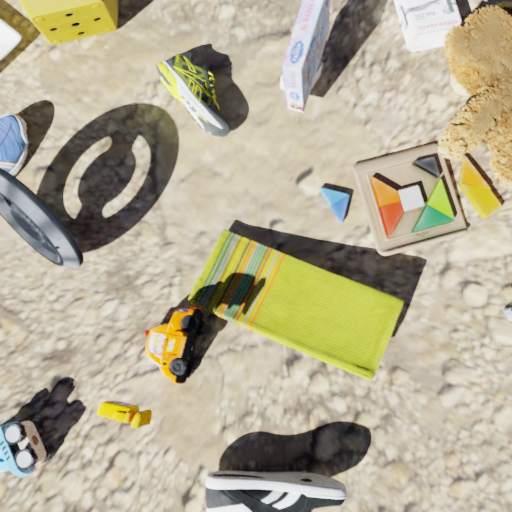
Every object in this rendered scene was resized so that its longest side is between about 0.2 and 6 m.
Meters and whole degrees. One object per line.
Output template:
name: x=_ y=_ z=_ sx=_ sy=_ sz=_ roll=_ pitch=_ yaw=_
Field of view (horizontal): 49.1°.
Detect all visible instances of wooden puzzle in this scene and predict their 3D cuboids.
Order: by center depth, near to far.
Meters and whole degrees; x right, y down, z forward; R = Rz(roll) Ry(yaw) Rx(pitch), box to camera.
wooden puzzle: x=2.936 y=-1.112 z=10.588 sx=3.053 sy=0.357 sz=2.060 roll=-22 pitch=79 yaw=-4

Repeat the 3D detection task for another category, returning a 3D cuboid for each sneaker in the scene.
sneaker: x=0.310 y=4.337 z=9.315 sx=2.357 sy=0.861 sz=1.318 roll=1 pitch=82 yaw=8
sneaker: x=-5.371 y=-1.611 z=10.320 sx=1.056 sy=1.075 sz=2.790 roll=41 pitch=80 yaw=9
sneaker: x=-1.071 y=-3.187 z=10.797 sx=0.852 sy=0.750 sz=2.014 roll=-40 pitch=81 yaw=-7

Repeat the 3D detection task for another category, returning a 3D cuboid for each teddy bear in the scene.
teddy bear: x=4.903 y=-2.459 z=10.451 sx=4.289 sy=1.432 sz=3.110 roll=42 pitch=84 yaw=1

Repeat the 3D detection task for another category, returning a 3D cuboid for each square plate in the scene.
square plate: x=-6.481 y=-4.101 z=11.168 sx=2.665 sy=0.383 sz=2.691 roll=39 pitch=81 yaw=7

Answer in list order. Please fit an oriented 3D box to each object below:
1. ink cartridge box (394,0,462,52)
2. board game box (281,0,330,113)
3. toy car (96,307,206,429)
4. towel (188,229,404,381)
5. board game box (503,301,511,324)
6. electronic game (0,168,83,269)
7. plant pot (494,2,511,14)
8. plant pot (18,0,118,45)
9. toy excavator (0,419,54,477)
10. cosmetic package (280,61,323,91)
ink cartridge box: x=3.418 y=-4.913 z=11.227 sx=1.009 sy=0.587 sz=1.385 roll=-12 pitch=81 yaw=-2
board game box: x=0.896 y=-3.653 z=9.797 sx=0.354 sy=1.719 sz=1.715 roll=17 pitch=83 yaw=8
toy car: x=-1.670 y=1.584 z=8.976 sx=0.960 sy=2.884 sz=1.414 roll=12 pitch=96 yaw=11
towel: x=0.643 y=0.798 z=9.860 sx=3.548 sy=0.320 sz=1.527 roll=21 pitch=83 yaw=15
board game box: x=6.058 y=0.852 z=9.859 sx=3.261 sy=1.006 sz=3.259 roll=-29 pitch=79 yaw=-5
electronic game: x=-3.790 y=-0.616 z=9.548 sx=2.196 sy=2.196 sz=0.457 roll=38 pitch=65 yaw=7
plant pot: x=4.842 y=-4.504 z=10.917 sx=1.023 sy=1.023 sz=0.726 roll=27 pitch=53 yaw=5
plant pot: x=-3.667 y=-5.264 z=10.700 sx=2.032 sy=2.032 sz=1.792 roll=-14 pitch=92 yaw=-3
toy excavator: x=-4.440 y=3.246 z=9.604 sx=1.428 sy=0.713 sz=1.389 roll=-30 pitch=79 yaw=3
cosmetic package: x=0.876 y=-3.514 z=10.937 sx=0.562 sy=0.561 sz=0.681 roll=32 pitch=86 yaw=5
